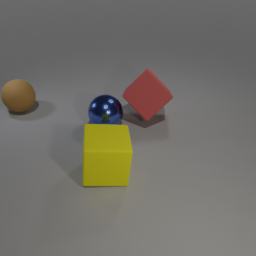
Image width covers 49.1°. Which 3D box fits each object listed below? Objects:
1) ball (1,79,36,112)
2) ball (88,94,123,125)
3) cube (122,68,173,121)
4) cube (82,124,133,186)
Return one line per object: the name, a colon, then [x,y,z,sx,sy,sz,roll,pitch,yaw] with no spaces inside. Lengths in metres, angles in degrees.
ball: [-4.742,-1.398,12.157,1.400,1.400,1.400,0,34,0]
ball: [-0.884,-0.624,11.077,1.400,1.400,1.400,0,34,0]
cube: [0.782,-1.377,11.245,1.400,1.400,1.400,45,14,-10]
cube: [-0.688,0.831,8.744,1.400,1.400,1.400,2,34,-8]
